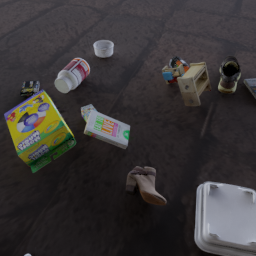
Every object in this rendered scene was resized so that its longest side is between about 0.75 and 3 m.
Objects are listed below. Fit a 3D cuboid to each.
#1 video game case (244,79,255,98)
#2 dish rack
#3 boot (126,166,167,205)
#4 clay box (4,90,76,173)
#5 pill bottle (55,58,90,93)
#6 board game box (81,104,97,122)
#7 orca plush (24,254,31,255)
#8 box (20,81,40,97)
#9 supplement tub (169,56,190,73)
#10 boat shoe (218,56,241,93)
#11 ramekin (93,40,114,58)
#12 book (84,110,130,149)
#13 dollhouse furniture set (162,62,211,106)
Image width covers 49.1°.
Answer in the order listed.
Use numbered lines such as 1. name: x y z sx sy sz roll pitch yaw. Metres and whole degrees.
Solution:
1. video game case: 5.986 -1.727 12.152 1.466 0.171 1.333 -4 44 -5
2. dish rack: 2.811 2.386 7.664 1.837 0.466 2.140 8 43 9
3. boot: 0.612 1.650 8.388 1.409 0.495 1.030 16 47 18
4. clay box: -3.021 0.002 9.449 1.700 0.704 2.959 -35 44 -8
5. pill bottle: -2.427 -2.259 12.144 0.937 0.937 1.659 16 46 16
6. board game box: -1.375 -0.428 10.581 0.457 0.449 0.871 -22 48 -23
7. orca plush: -2.603 3.450 6.765 0.408 0.275 0.775 33 38 -32
8. box: -4.221 -1.704 12.085 0.716 0.218 0.888 -3 44 -7
9. supplement tub: 2.410 -2.851 12.996 0.610 0.610 0.996 -17 47 -17
10. boat shoe: 4.623 -2.578 12.521 0.977 0.865 2.670 11 45 12
11. ramekin: -1.233 -4.031 14.306 1.025 0.500 1.025 0 44 0
12. book: -0.705 0.075 9.758 1.516 0.364 1.013 21 41 -13
13. dollhouse furniture set: 2.246 -1.784 11.654 1.863 1.305 1.313 4 39 40
